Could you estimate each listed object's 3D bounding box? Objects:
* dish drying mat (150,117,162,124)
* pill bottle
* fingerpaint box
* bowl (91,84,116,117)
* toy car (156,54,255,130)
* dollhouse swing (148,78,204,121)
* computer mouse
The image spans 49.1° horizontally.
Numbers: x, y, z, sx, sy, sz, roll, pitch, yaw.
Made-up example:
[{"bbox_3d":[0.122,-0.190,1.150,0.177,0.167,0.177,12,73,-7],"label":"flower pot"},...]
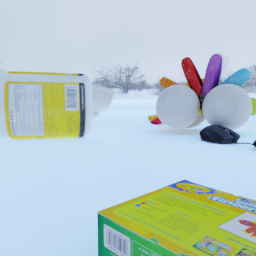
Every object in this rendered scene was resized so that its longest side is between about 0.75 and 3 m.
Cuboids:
[{"bbox_3d":[1.365,-0.394,10.386,1.174,0.107,0.451,-28,25,-33],"label":"dish drying mat"},{"bbox_3d":[-2.428,-0.579,7.049,2.950,1.653,1.653,-1,7,-13],"label":"pill bottle"},{"bbox_3d":[0.521,0.728,1.682,0.940,0.413,1.127,-8,11,-43],"label":"fingerpaint box"},{"bbox_3d":[-1.894,-1.155,12.598,2.636,1.185,2.636,4,-5,0],"label":"bowl"},{"bbox_3d":[2.215,-1.021,8.005,2.850,2.137,2.494,3,1,22],"label":"toy car"},{"bbox_3d":[2.240,-1.222,11.392,2.166,2.239,2.463,15,14,24],"label":"dollhouse swing"},{"bbox_3d":[2.386,0.196,6.081,0.655,0.380,2.233,-3,8,-28],"label":"computer mouse"}]
